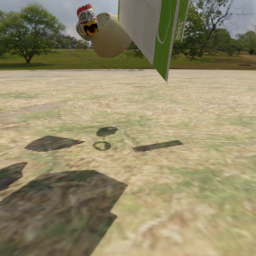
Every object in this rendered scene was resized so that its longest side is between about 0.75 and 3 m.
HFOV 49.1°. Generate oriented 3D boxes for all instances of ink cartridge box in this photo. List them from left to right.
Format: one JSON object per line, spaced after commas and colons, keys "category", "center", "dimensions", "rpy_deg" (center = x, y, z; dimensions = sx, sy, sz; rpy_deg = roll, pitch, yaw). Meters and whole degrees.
{"category": "ink cartridge box", "center": [0.654, -2.294, 4.741], "dimensions": [1.006, 1.962, 2.655], "rpy_deg": [-10, 44, -15]}

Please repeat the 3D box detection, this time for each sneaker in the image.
{"category": "sneaker", "center": [-0.863, -2.119, 5.970], "dimensions": [0.433, 0.458, 1.114], "rpy_deg": [-23, -5, -8]}

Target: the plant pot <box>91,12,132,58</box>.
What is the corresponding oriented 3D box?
{"category": "plant pot", "center": [-0.570, -2.693, 7.779], "dimensions": [1.230, 1.230, 0.826], "rpy_deg": [7, -23, 25]}
